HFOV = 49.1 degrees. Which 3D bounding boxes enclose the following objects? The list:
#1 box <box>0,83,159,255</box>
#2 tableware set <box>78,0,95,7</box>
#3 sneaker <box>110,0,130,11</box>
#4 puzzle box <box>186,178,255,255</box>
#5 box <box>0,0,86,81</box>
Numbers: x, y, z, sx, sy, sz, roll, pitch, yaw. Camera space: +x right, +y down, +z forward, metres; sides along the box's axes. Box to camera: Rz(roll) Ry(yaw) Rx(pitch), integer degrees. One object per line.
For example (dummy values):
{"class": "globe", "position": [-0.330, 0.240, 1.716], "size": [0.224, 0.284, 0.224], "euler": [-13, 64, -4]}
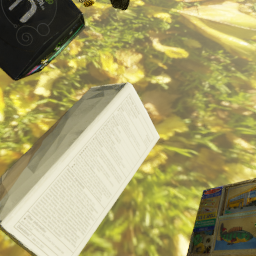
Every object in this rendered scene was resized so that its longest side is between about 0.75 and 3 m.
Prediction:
{"class": "box", "position": [-0.531, 0.420, 3.077], "size": [0.740, 0.904, 1.904], "euler": [3, 43, 44]}
{"class": "tableware set", "position": [-0.014, -3.367, 5.980], "size": [2.549, 1.717, 0.391], "euler": [-21, 92, 17]}
{"class": "sneaker", "position": [-0.265, -2.658, 4.856], "size": [0.830, 1.829, 0.695], "euler": [9, 87, -4]}
{"class": "puzzle box", "position": [1.781, 1.252, 3.955], "size": [0.249, 1.959, 1.303], "euler": [46, 46, -15]}
{"class": "box", "position": [-2.137, -2.340, 5.641], "size": [1.711, 2.045, 2.753], "euler": [-43, 16, 5]}
